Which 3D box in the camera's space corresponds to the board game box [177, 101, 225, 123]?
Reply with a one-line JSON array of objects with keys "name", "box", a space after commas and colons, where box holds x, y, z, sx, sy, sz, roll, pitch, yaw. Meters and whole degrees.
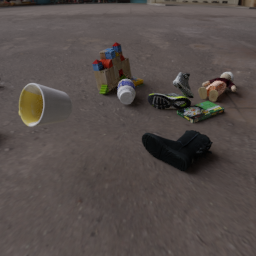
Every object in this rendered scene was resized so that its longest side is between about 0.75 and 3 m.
[{"name": "board game box", "box": [2.968, -0.682, 11.412, 1.775, 0.208, 0.930, -18, 32, -28]}]

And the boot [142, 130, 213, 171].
[{"name": "boot", "box": [1.600, 0.482, 8.898, 1.899, 0.703, 1.556, 31, 44, 31]}]

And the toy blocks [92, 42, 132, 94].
[{"name": "toy blocks", "box": [-0.777, -3.020, 13.593, 1.328, 1.817, 2.658, 10, 35, 34]}]

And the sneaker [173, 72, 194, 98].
[{"name": "sneaker", "box": [2.399, -1.789, 11.310, 0.498, 0.767, 1.327, 17, -12, 46]}]

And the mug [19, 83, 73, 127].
[{"name": "mug", "box": [-2.262, -0.649, 7.751, 1.409, 1.128, 1.156, 24, 16, 35]}]

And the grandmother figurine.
[{"name": "grandmother figurine", "box": [4.366, -2.036, 13.223, 1.570, 0.784, 2.589, 27, 41, 24]}]

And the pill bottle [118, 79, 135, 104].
[{"name": "pill bottle", "box": [-0.067, -1.587, 12.371, 0.786, 0.786, 1.313, -1, 30, -1]}]

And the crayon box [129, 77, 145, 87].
[{"name": "crayon box", "box": [0.395, -2.364, 14.268, 0.536, 0.220, 0.852, -24, 38, -34]}]

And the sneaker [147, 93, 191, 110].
[{"name": "sneaker", "box": [1.718, -1.174, 11.899, 1.813, 0.670, 0.734, 8, 24, -2]}]
